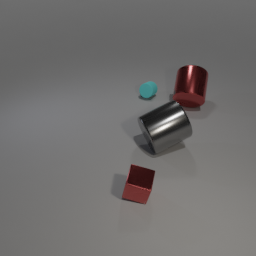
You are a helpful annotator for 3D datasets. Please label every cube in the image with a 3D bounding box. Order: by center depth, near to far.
[{"bbox_3d":[0.291,1.540,7.694,0.700,0.700,0.700,16,45,3],"label":"cube"}]

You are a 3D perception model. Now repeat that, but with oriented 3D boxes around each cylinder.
[{"bbox_3d":[1.239,-0.039,9.541,1.400,1.400,1.400,-27,35,-4],"label":"cylinder"},{"bbox_3d":[2.773,-1.822,12.404,1.400,1.400,1.400,8,70,13],"label":"cylinder"},{"bbox_3d":[0.988,-1.854,13.504,0.700,0.700,0.700,14,22,21],"label":"cylinder"}]
